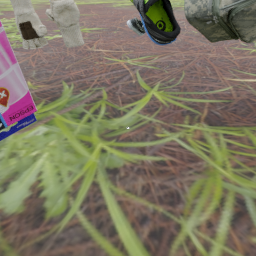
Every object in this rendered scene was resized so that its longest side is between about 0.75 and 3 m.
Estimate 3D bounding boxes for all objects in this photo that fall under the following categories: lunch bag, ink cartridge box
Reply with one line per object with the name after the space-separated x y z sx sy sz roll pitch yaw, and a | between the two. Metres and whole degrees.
2.875 -3.284 7.012 2.201 1.828 2.624 5 0 33 | lunch bag
-1.834 -0.459 3.633 0.976 2.061 0.382 -34 59 -23 | ink cartridge box

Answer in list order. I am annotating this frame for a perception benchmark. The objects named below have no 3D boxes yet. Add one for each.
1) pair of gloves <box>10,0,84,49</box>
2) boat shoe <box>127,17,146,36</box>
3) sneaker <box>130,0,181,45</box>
-2.298 -3.056 7.936 1.973 1.678 0.346 1 37 8 | pair of gloves
0.399 -3.457 9.560 0.399 0.405 1.125 -22 -5 28 | boat shoe
0.313 -2.374 4.902 0.709 2.000 0.829 -41 19 -6 | sneaker
